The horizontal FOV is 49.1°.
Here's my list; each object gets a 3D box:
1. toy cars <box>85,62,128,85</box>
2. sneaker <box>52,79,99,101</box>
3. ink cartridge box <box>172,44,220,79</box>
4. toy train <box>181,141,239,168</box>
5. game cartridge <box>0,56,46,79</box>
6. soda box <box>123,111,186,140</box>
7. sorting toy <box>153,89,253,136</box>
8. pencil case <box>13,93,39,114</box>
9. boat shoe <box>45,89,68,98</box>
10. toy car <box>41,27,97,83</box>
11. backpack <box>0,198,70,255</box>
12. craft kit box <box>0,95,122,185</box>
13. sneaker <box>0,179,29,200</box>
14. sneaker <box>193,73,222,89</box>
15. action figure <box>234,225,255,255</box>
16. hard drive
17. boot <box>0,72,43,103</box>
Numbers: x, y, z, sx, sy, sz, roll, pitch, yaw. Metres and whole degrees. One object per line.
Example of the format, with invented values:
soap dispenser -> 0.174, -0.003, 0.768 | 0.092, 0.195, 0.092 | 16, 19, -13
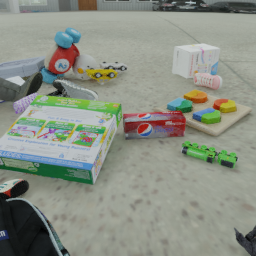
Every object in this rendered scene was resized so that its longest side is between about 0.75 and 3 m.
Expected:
toy cars -> -0.933, -2.498, 12.771 | 1.260, 0.622, 2.810 | 16, 27, 12
sneaker -> -1.888, -0.973, 9.314 | 1.662, 0.960, 0.623 | 19, -13, 6
ink cartridge box -> 3.107, -3.183, 13.315 | 1.994, 1.282, 1.249 | -13, 31, -22
toy train -> 1.991, 0.660, 6.990 | 1.432, 0.299, 0.404 | 14, 41, 25
game cartridge -> -5.078, -2.710, 12.789 | 2.862, 0.585, 1.905 | -4, 22, 14
soda box -> 0.738, -0.091, 8.059 | 1.749, 0.612, 0.555 | -3, 28, -5
sorting toy -> 2.508, -0.682, 9.358 | 2.567, 0.468, 2.376 | -23, 35, -38
pencil case -> -3.357, -0.844, 9.400 | 0.404, 0.411, 0.962 | 46, 48, 11
boat shoe -> -2.323, -1.250, 10.241 | 0.716, 0.662, 1.939 | 17, 32, 29
toy car -> -2.244, -2.786, 12.386 | 2.371, 2.186, 2.097 | 30, 29, -5
backpack -> -1.456, 2.003, 2.752 | 2.038, 1.728, 2.296 | -17, 24, -33
craft kit box -> -1.691, 0.137, 7.138 | 2.564, 0.622, 2.532 | 7, 43, 12
sneaker -> -2.550, 1.333, 5.705 | 0.994, 0.350, 0.465 | -26, 18, -35
sneaker -> 3.255, -1.954, 11.711 | 0.807, 0.581, 1.543 | -4, 22, -12
action figure -> 2.481, 1.650, 4.318 | 1.970, 1.005, 1.171 | -16, 42, -32
hard drive -> -4.760, -1.472, 10.818 | 1.164, 0.224, 1.765 | 38, 45, 28
boot -> -4.074, -1.544, 9.998 | 1.692, 0.614, 1.539 | 20, 71, 21
